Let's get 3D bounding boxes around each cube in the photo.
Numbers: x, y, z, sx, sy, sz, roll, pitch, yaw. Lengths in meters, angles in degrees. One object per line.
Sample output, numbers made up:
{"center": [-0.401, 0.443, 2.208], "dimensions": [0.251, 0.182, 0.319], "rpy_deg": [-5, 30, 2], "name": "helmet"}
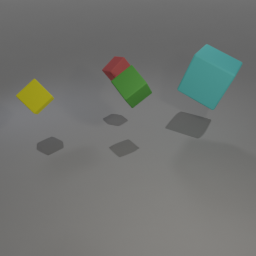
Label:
{"center": [-0.322, -1.958, 9.637], "dimensions": [0.700, 0.700, 0.700], "rpy_deg": [-49, 33, -9], "name": "cube"}
{"center": [2.739, -1.728, 9.391], "dimensions": [1.400, 1.400, 1.400], "rpy_deg": [32, 40, 12], "name": "cube"}
{"center": [0.106, -1.082, 7.422], "dimensions": [0.700, 0.700, 0.700], "rpy_deg": [-38, 68, 5], "name": "cube"}
{"center": [-2.622, -0.876, 7.977], "dimensions": [0.700, 0.700, 0.700], "rpy_deg": [-45, 9, -7], "name": "cube"}
